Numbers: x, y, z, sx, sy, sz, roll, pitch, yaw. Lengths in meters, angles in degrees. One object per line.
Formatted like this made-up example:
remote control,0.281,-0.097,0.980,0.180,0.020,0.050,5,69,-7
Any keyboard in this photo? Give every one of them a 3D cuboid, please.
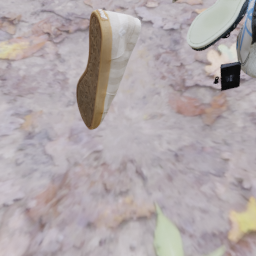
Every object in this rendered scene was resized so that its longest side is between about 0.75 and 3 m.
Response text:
keyboard,2.507,-1.295,7.141,0.670,1.117,0.143,-11,63,15

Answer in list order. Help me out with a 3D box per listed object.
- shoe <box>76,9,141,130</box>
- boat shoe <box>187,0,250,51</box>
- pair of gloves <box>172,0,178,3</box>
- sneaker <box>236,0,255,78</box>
shoe,-0.410,-0.875,5.117,0.712,2.669,0.933,-16,61,-26
boat shoe,2.384,-2.712,7.075,0.960,0.851,2.568,20,68,33
pair of gloves,1.800,-4.704,9.364,0.900,0.766,0.158,-36,69,2
sneaker,3.122,-2.448,6.874,0.996,2.770,1.004,-25,51,-6
